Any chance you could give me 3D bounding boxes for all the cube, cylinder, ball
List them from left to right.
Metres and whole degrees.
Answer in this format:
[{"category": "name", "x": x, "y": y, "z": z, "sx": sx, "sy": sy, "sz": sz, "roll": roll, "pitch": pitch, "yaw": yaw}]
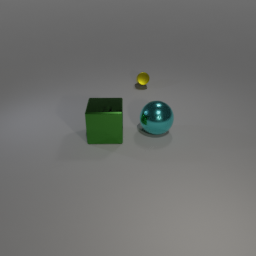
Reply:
[{"category": "cube", "x": -0.905, "y": -0.305, "z": 11.213, "sx": 1.400, "sy": 1.400, "sz": 1.400, "roll": 0, "pitch": 30, "yaw": -1}, {"category": "cylinder", "x": 0.821, "y": -2.756, "z": 15.748, "sx": 0.700, "sy": 0.700, "sz": 0.700, "roll": -3, "pitch": 6, "yaw": -5}, {"category": "ball", "x": 1.169, "y": -0.418, "z": 11.434, "sx": 1.400, "sy": 1.400, "sz": 1.400, "roll": 0, "pitch": 30, "yaw": 0}]
